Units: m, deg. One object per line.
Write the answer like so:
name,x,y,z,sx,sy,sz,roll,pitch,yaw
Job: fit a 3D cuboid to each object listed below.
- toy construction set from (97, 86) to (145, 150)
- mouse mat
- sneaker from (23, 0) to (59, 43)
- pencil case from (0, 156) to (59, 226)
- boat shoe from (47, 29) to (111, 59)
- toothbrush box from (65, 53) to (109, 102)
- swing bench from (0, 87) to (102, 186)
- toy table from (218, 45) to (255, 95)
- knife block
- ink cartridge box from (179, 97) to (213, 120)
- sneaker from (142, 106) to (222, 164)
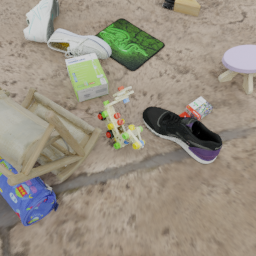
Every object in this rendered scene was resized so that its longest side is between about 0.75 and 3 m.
toy construction set,-0.200,-0.231,8.370,0.915,1.302,1.985,-7,81,-36
mouse mat,-0.051,-3.374,11.093,2.498,0.094,2.010,37,65,21
sneaker,-3.489,-4.634,11.329,1.154,1.013,2.879,1,59,4
pencil case,-3.009,1.407,7.627,2.584,1.008,1.122,41,86,22
boat shoe,-1.905,-2.885,10.296,2.537,0.937,1.082,22,61,15
toothbrush box,-1.429,-1.786,9.777,1.111,0.657,1.526,-18,62,-13
swing bench,-2.782,-0.032,7.667,2.957,2.973,1.929,30,90,18
toy table,4.052,-2.120,9.763,1.798,1.053,1.653,1,59,0
knife block,2.224,-5.238,12.006,1.249,0.455,1.423,-22,62,-12
ink cartridge box,2.215,-0.536,9.251,1.078,0.272,0.588,-33,64,-19
sneaker,1.645,-0.088,8.459,2.652,1.161,1.004,32,64,18
